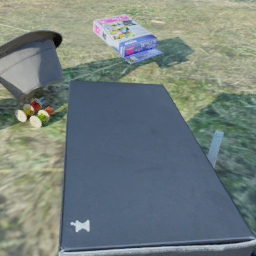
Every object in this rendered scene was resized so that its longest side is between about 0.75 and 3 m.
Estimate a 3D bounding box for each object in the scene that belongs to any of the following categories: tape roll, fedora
[{"bbox_3d":[1.719,0.506,5.612,0.169,0.925,0.925,16,37,20],"label":"tape roll"},{"bbox_3d":[-2.718,-1.568,7.784,2.505,1.279,2.833,-30,12,-5],"label":"fedora"}]

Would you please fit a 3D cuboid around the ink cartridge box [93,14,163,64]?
[{"bbox_3d":[-0.017,-3.107,9.555,1.392,0.490,2.333,-24,56,-27],"label":"ink cartridge box"}]

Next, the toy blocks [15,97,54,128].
[{"bbox_3d":[-2.357,-0.478,7.465,0.806,0.351,0.967,21,40,12],"label":"toy blocks"}]

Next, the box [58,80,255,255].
[{"bbox_3d":[-0.073,1.037,3.394,1.362,2.382,2.615,0,34,-10],"label":"box"}]

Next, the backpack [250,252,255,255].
[{"bbox_3d":[1.239,1.683,3.895,0.637,0.784,0.658,-33,1,-28],"label":"backpack"}]
